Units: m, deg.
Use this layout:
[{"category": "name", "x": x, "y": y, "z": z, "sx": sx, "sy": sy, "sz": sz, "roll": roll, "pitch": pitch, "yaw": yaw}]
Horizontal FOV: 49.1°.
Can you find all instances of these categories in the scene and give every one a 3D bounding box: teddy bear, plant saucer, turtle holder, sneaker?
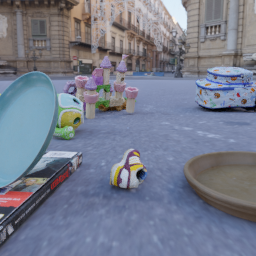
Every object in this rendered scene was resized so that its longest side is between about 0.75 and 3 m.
[{"category": "teddy bear", "x": -0.719, "y": -1.114, "z": 13.001, "sx": 1.697, "sy": 0.566, "sz": 1.230, "roll": -2, "pitch": 14, "yaw": -9}, {"category": "plant saucer", "x": 2.063, "y": 0.834, "z": 4.321, "sx": 2.387, "sy": 0.352, "sz": 2.387, "roll": -1, "pitch": 13, "yaw": 0}, {"category": "turtle holder", "x": -1.845, "y": -0.389, "z": 8.058, "sx": 1.109, "sy": 1.187, "sz": 1.562, "roll": -1, "pitch": 11, "yaw": -7}, {"category": "sneaker", "x": 0.108, "y": 0.720, "z": 4.831, "sx": 0.528, "sy": 0.440, "sz": 1.173, "roll": 12, "pitch": 21, "yaw": 16}, {"category": "plant saucer", "x": -1.579, "y": 0.016, "z": 4.031, "sx": 1.756, "sy": 1.756, "sz": 0.241, "roll": 11, "pitch": -15, "yaw": 41}]

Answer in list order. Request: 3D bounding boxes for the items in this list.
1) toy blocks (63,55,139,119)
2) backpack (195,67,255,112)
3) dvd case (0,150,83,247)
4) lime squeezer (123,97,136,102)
[{"category": "toy blocks", "x": -1.158, "y": -1.929, "z": 11.598, "sx": 2.418, "sy": 2.178, "sz": 2.587, "roll": -11, "pitch": 29, "yaw": -30}, {"category": "backpack", "x": 4.411, "y": -1.749, "z": 12.905, "sx": 2.548, "sy": 2.061, "sz": 2.675, "roll": -12, "pitch": 16, "yaw": -5}, {"category": "dvd case", "x": -2.159, "y": 0.850, "z": 4.337, "sx": 2.126, "sy": 0.321, "sz": 2.913, "roll": 2, "pitch": 13, "yaw": 8}, {"category": "lime squeezer", "x": -0.181, "y": -1.469, "z": 15.044, "sx": 2.253, "sy": 0.425, "sz": 0.796, "roll": -12, "pitch": 17, "yaw": -41}]
